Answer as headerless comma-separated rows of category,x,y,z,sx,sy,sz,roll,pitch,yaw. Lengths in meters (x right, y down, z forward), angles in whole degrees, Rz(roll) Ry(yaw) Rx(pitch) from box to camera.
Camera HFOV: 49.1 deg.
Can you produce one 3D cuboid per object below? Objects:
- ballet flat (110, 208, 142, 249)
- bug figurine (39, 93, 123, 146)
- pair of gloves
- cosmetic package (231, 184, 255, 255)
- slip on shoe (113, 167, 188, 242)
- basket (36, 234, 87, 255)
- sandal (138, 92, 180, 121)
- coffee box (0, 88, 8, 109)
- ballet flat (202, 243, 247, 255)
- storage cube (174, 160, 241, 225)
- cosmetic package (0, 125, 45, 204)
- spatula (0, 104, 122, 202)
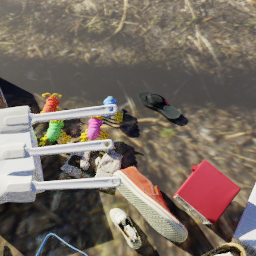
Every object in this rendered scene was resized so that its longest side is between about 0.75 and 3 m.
ballet flat,-0.040,2.226,6.418,0.379,0.350,1.123,-28,54,-23
bug figurine,-1.499,-0.318,8.389,2.688,0.692,2.085,0,43,0
pair of gloves,-0.936,0.945,7.628,1.466,0.257,1.247,19,51,15
cosmetic package,3.114,2.002,6.296,0.952,0.669,1.878,24,56,27
slip on shoe,0.563,1.698,6.624,0.699,0.847,2.286,-28,49,-28
basket,-1.482,2.828,5.537,1.024,0.808,1.161,24,67,19
sandal,1.029,-0.821,9.109,1.626,0.389,0.611,35,57,27
coffee box,-4.938,-1.212,8.994,1.541,1.074,2.695,-24,52,-20
ballet flat,1.095,3.020,5.337,2.873,0.906,0.986,-24,53,-20
storage cube,1.737,1.476,6.368,1.118,0.956,1.005,39,78,14
cosmetic package,-3.217,0.866,7.117,1.788,1.102,1.793,-14,51,-12
spatula,-1.567,0.505,5.822,2.915,0.234,2.027,-5,85,9
